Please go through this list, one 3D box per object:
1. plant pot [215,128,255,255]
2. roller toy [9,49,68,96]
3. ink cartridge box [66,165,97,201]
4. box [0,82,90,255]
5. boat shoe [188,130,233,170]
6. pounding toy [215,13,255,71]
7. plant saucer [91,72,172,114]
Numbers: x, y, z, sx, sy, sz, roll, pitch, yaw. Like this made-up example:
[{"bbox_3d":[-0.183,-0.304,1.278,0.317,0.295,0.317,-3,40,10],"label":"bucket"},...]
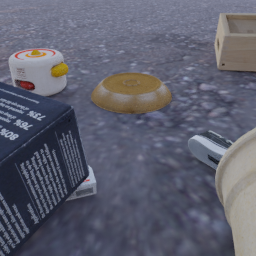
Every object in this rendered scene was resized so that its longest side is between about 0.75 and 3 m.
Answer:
[{"bbox_3d":[2.074,1.504,2.613,2.586,2.586,2.367,9,43,15],"label":"plant pot"},{"bbox_3d":[-2.895,-1.866,9.067,1.680,1.287,1.841,-13,33,-21],"label":"roller toy"},{"bbox_3d":[-1.242,0.868,5.446,1.043,0.322,1.286,-10,35,-16],"label":"ink cartridge box"},{"bbox_3d":[-2.377,0.742,4.081,2.194,1.547,2.965,20,45,29],"label":"box"},{"bbox_3d":[2.092,0.613,5.460,0.696,0.752,2.037,-28,30,-17],"label":"boat shoe"},{"bbox_3d":[4.954,-3.382,11.386,2.590,2.001,2.814,4,43,8],"label":"pounding toy"},{"bbox_3d":[0.108,-1.240,8.836,2.568,0.455,2.568,0,31,0],"label":"plant saucer"}]
